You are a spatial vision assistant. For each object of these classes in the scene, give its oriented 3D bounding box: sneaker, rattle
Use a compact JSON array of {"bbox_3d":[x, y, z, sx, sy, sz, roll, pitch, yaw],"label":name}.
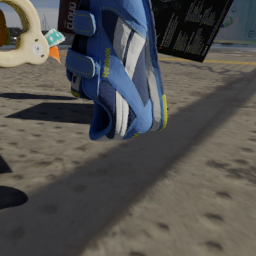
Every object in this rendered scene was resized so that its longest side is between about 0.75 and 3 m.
[{"bbox_3d":[-0.284,-0.938,3.410,1.101,2.678,0.990,-21,28,-11],"label":"sneaker"},{"bbox_3d":[-1.749,-1.751,5.395,1.720,1.568,2.408,-1,-14,37],"label":"rattle"}]

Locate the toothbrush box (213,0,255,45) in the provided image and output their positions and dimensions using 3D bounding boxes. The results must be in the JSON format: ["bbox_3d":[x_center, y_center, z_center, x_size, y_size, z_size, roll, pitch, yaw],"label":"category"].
[{"bbox_3d":[3.412,-3.138,8.225,2.985,1.273,2.185,8,17,12],"label":"toothbrush box"}]

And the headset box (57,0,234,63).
[{"bbox_3d":[0.184,-2.268,4.033,2.671,1.988,1.031,10,44,-9],"label":"headset box"}]
